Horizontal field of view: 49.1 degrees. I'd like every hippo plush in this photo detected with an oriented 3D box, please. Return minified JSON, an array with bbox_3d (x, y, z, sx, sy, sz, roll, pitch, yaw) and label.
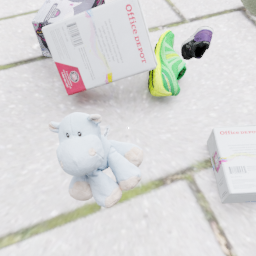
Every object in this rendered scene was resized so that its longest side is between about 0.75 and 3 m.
[{"bbox_3d":[-0.428,0.285,4.152,1.232,1.243,1.546,-8,56,6],"label":"hippo plush"}]

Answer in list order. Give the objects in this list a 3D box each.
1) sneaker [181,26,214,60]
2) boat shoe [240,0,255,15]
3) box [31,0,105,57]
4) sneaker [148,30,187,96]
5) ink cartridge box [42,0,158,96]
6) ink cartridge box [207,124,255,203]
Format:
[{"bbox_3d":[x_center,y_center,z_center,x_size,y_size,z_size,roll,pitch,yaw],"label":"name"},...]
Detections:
[{"bbox_3d":[1.406,-1.665,6.002,0.424,1.120,0.490,13,74,-8],"label":"sneaker"},{"bbox_3d":[5.452,-4.704,10.614,2.625,0.979,0.817,33,57,14],"label":"boat shoe"},{"bbox_3d":[-1.906,-3.749,9.623,1.686,1.464,2.552,12,57,8],"label":"box"},{"bbox_3d":[1.274,-1.993,8.902,1.103,0.977,2.638,14,59,-8],"label":"sneaker"},{"bbox_3d":[-0.695,-2.258,7.834,2.678,1.976,1.146,-15,16,10],"label":"ink cartridge box"},{"bbox_3d":[2.840,0.867,6.972,1.295,0.758,1.792,-2,58,-2],"label":"ink cartridge box"}]
